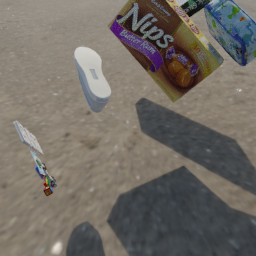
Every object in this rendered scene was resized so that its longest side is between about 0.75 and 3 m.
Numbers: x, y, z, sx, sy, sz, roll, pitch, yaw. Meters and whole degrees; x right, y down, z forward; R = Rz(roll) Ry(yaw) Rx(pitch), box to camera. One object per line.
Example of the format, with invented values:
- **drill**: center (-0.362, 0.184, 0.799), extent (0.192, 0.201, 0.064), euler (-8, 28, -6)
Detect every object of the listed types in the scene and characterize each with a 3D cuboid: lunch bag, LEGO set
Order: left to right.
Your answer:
- **LEGO set**: center (-1.285, 0.495, 3.885), extent (0.259, 0.788, 1.055), euler (-29, 74, -8)
- **lunch bag**: center (2.211, -2.023, 5.920), extent (0.570, 1.111, 1.383), euler (-35, 65, 11)

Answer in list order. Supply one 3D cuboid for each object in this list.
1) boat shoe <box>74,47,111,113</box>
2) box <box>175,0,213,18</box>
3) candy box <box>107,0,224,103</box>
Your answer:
- **boat shoe**: center (-0.765, -1.011, 5.770), extent (0.590, 0.562, 1.639), euler (-7, 53, -32)
- **box**: center (1.550, -4.084, 8.690), extent (2.990, 0.543, 2.158), euler (-30, 44, 25)
- **candy box**: center (0.840, -1.945, 6.369), extent (2.393, 1.396, 0.676), euler (49, 35, -4)
